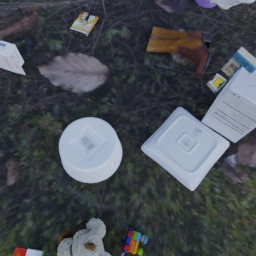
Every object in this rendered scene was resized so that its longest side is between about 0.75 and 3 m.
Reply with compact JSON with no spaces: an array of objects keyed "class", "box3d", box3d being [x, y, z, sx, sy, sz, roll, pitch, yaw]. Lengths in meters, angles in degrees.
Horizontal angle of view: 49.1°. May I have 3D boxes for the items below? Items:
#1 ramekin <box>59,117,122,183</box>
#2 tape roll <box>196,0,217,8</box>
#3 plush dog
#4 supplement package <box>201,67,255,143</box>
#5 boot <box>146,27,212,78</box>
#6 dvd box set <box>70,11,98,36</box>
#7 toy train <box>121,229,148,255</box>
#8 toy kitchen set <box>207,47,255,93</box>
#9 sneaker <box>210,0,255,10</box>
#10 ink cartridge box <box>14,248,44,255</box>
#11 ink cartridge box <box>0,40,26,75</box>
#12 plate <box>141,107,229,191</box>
[{"class":"ramekin","box3d":[-1.204,0.641,8.907,2.027,0.988,2.027,0,66,0]},{"class":"tape roll","box3d":[3.450,-5.711,12.089,0.999,0.424,0.999,0,66,-1]},{"class":"plush dog","box3d":[-1.317,3.403,7.674,1.370,1.280,1.595,-25,66,15]},{"class":"supplement package","box3d":[3.548,-0.777,8.755,1.382,2.308,1.399,34,69,9]},{"class":"boot","box3d":[1.906,-2.960,10.638,2.390,0.818,2.250,9,66,5]},{"class":"dvd box set","box3d":[-1.811,-4.327,11.607,0.779,0.157,1.065,22,67,11]},{"class":"toy train","box3d":[0.141,3.485,7.960,0.624,0.456,1.078,20,67,-6]},{"class":"toy kitchen set","box3d":[2.370,-1.203,6.391,0.568,0.964,0.772,44,81,7]},{"class":"sneaker","box3d":[3.175,-3.980,8.547,1.571,0.781,0.612,33,75,36]},{"class":"ink cartridge box","box3d":[-2.904,3.915,7.856,0.847,0.212,0.975,7,66,2]},{"class":"ink cartridge box","box3d":[-4.592,-2.686,10.381,1.763,1.032,0.593,19,67,8]},{"class":"plate","box3d":[1.933,0.547,9.298,2.207,0.358,2.212,39,71,17]}]
